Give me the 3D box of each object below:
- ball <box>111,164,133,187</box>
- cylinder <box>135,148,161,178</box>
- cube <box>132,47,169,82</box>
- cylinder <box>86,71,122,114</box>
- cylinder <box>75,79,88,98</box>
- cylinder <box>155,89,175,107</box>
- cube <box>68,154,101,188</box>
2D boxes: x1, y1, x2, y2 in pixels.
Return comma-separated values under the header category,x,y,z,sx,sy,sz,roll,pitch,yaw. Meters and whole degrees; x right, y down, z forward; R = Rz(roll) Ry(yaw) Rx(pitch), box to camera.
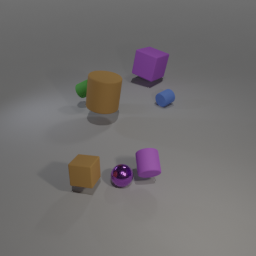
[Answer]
category,x,y,z,sx,sy,sz,roll,pitch,yaw
ball,-0.185,1.456,8.604,0.700,0.700,0.700,0,30,0
cylinder,0.601,1.045,8.361,0.700,0.700,0.700,-3,63,-6
cube,1.268,-3.642,15.856,1.400,1.400,1.400,29,35,26
cylinder,-1.007,-1.496,11.630,1.400,1.400,1.400,7,29,-4
cylinder,-1.951,-1.824,12.954,0.700,0.700,0.700,-19,20,28
cylinder,1.818,-1.471,13.680,0.700,0.700,0.700,-29,40,-33
cube,-1.252,1.246,8.158,0.700,0.700,0.700,4,21,14
